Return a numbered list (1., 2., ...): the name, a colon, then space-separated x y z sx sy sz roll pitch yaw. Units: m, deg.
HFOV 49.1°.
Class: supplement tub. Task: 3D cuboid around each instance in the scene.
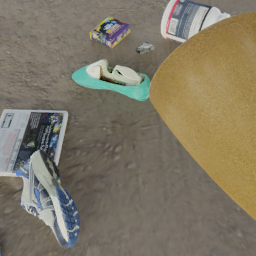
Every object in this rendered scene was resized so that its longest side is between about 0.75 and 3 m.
1. supplement tub: 2.428 -3.762 10.244 2.135 1.498 1.498 25 58 17

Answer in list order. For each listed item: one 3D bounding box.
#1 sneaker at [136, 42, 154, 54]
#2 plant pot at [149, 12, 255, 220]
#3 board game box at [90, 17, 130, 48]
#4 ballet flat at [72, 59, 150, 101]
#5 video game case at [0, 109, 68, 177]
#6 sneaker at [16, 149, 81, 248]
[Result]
1. sneaker: 0.567 -3.035 10.513 0.759 0.285 0.438 -13 49 -22
2. plant pot: 2.177 0.019 4.942 2.689 2.689 2.885 -18 64 -13
3. board game box: -0.690 -3.768 10.968 1.060 0.364 1.282 28 59 20
4. ballet flat: -0.534 -1.706 9.056 2.783 0.979 0.937 17 50 12
5. video game case: -2.866 0.375 7.998 1.980 0.254 2.178 1 53 2
6. sneaker: -1.953 1.763 6.675 1.034 0.935 2.427 -32 64 2
